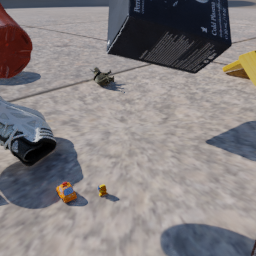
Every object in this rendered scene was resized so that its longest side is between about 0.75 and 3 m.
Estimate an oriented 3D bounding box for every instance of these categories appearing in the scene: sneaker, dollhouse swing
[{"bbox_3d":[-2.476,-0.038,5.409,2.563,0.967,1.475,16,15,-46],"label":"sneaker"},{"bbox_3d":[5.119,-2.111,10.792,2.132,1.874,1.937,-16,73,-29],"label":"dollhouse swing"}]

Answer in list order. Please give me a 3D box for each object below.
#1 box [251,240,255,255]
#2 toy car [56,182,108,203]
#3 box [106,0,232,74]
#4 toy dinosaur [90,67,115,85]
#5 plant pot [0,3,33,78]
[{"bbox_3d":[1.947,1.731,3.204,0.436,0.582,1.162,-3,27,-7],"label":"box"},{"bbox_3d":[-0.817,1.021,4.889,0.859,0.286,0.421,-9,29,-15],"label":"toy car"},{"bbox_3d":[0.933,-2.996,6.855,2.553,2.597,1.609,7,-18,-19],"label":"box"},{"bbox_3d":[-0.892,-1.743,10.072,0.757,0.570,1.480,-16,35,-5],"label":"toy dinosaur"},{"bbox_3d":[-1.941,-1.262,3.899,1.023,1.051,1.051,39,43,24],"label":"plant pot"}]
